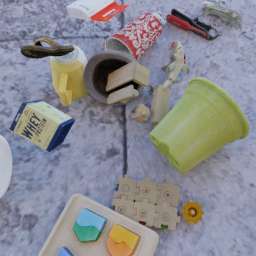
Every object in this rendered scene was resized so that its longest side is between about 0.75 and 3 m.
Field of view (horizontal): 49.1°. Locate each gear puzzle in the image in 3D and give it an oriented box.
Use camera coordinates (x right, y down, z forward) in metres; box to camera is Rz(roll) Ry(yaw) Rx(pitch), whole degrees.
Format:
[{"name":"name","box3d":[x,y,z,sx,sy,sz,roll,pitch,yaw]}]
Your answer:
[{"name":"gear puzzle","box3d":[0.904,2.298,8.465,2.773,0.363,1.436,8,70,5]}]

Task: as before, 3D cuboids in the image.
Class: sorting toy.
[{"name":"sorting toy","box3d":[-0.907,3.505,7.624,2.838,0.518,2.626,24,69,11]}]

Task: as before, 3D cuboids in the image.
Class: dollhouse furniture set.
[{"name":"dollhouse furniture set","box3d":[0.325,-1.006,9.980,1.836,1.496,1.746,22,67,-35]}]

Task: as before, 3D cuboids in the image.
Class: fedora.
[{"name":"fedora","box3d":[-0.434,-1.808,10.084,2.140,0.966,1.893,9,107,3]}]

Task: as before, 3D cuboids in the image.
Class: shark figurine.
[{"name":"shark figurine","box3d":[1.394,-2.050,10.681,2.301,1.375,0.960,-54,43,-2]}]

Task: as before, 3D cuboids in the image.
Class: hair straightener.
[{"name":"hair straightener","box3d":[2.920,-4.511,12.002,2.480,0.507,0.954,28,65,14]}]

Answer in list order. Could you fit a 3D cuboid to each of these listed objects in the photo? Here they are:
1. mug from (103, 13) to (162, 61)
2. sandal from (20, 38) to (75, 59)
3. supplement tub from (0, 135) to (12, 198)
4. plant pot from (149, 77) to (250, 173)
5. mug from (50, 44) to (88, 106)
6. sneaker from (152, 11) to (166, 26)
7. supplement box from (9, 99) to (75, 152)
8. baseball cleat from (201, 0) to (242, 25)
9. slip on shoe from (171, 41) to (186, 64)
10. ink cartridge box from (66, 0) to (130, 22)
[{"name":"mug","box3d":[0.112,-3.615,11.064,1.871,1.406,2.108,35,64,15]},{"name":"sandal","box3d":[-2.457,-2.499,8.587,1.948,0.796,0.532,-24,101,-48]},{"name":"supplement tub","box3d":[-5.101,1.153,8.120,2.806,2.026,2.026,-1,62,0]},{"name":"plant pot","box3d":[1.992,0.100,8.696,2.259,2.457,2.457,-41,69,-7]},{"name":"mug","box3d":[-1.991,-1.980,10.041,1.561,1.600,1.949,-24,65,-13]},{"name":"sneaker","box3d":[1.290,-4.729,12.230,0.516,0.338,0.898,-19,58,-9]},{"name":"supplement box","box3d":[-1.473,-0.069,4.933,0.776,0.777,0.522,30,100,-1]},{"name":"baseball cleat","box3d":[4.228,-5.244,12.301,1.948,0.679,1.037,32,67,15]},{"name":"slip on shoe","box3d":[2.051,-3.048,11.292,0.482,0.398,1.301,-10,61,-3]},{"name":"ink cartridge box","box3d":[-1.064,-4.343,9.986,1.819,0.430,1.456,21,53,33]}]
